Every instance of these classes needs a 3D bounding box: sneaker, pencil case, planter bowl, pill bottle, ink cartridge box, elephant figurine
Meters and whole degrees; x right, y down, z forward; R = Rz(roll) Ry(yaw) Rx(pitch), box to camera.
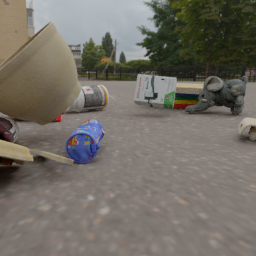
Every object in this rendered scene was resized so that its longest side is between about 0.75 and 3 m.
[{"bbox_3d":[-3.527,0.155,5.613,2.449,0.927,1.415,-3,15,-18],"label":"sneaker"},{"bbox_3d":[-0.848,0.234,5.895,0.670,0.602,1.542,-5,12,1],"label":"pencil case"},{"bbox_3d":[-2.159,-1.101,6.716,2.419,1.628,2.419,-32,28,19],"label":"planter bowl"},{"bbox_3d":[-1.862,-1.270,12.006,1.924,1.119,1.119,-10,15,-42],"label":"pill bottle"},{"bbox_3d":[1.064,-1.423,10.939,1.539,1.128,0.639,7,-8,11],"label":"ink cartridge box"},{"bbox_3d":[3.585,-1.356,11.406,2.151,1.522,1.669,7,14,27],"label":"elephant figurine"}]

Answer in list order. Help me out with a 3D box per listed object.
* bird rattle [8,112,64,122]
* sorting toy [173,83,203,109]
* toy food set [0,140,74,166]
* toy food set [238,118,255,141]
[{"bbox_3d":[-3.389,-0.682,10.185,1.941,1.341,2.381,-16,29,-17],"label":"bird rattle"},{"bbox_3d":[2.685,-1.599,13.774,2.969,1.039,2.987,9,14,35],"label":"sorting toy"},{"bbox_3d":[-2.422,0.368,4.284,2.859,0.574,1.974,20,-10,-35],"label":"toy food set"},{"bbox_3d":[3.607,0.132,7.082,1.503,0.454,1.078,12,14,17],"label":"toy food set"}]
